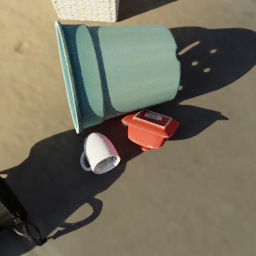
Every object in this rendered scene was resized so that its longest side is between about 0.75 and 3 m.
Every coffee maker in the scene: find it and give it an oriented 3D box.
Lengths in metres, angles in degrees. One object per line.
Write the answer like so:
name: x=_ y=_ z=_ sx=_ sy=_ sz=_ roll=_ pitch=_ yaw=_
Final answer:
coffee maker: x=-4.055 y=2.466 z=6.358 sx=2.996 sy=2.018 sz=2.878 roll=-38 pitch=73 yaw=-13

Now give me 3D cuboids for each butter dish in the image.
butter dish: x=0.590 y=0.163 z=7.865 sx=1.394 sy=1.031 sz=1.391 roll=19 pitch=25 yaw=15

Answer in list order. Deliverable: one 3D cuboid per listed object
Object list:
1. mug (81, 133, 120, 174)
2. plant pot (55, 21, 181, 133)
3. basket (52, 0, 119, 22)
mug: x=-0.889 y=0.730 z=7.781 sx=1.093 sy=0.807 sz=0.958 roll=-42 pitch=58 yaw=16
plant pot: x=-0.287 y=-1.574 z=7.720 sx=2.853 sy=2.913 sz=2.913 roll=-13 pitch=68 yaw=-13
basket: x=-1.408 y=-5.043 z=9.485 sx=2.320 sy=1.866 sz=2.299 roll=3 pitch=68 yaw=0
